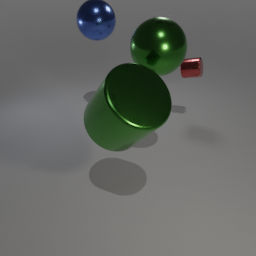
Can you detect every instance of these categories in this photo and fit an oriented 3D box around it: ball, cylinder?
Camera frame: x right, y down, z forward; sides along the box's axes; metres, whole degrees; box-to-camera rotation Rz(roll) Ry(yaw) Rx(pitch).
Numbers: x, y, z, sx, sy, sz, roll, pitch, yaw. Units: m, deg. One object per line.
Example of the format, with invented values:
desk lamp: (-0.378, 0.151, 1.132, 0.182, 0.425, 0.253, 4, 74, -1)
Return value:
ball: (0.749, -1.988, 6.914, 1.400, 1.400, 1.400, 0, 30, 0)
cylinder: (-0.053, -0.372, 5.734, 1.400, 1.400, 1.400, 10, 65, -22)
ball: (-1.135, -3.853, 10.014, 1.400, 1.400, 1.400, 0, 30, 0)
cylinder: (2.356, -2.215, 10.324, 0.700, 0.700, 0.700, 0, 28, 26)
